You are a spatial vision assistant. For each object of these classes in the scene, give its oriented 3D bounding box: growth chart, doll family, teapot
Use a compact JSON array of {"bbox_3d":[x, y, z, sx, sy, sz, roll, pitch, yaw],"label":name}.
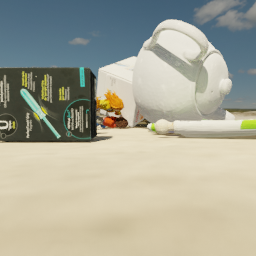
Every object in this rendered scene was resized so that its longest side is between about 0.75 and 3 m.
[{"bbox_3d":[1.357,-0.016,4.615,2.158,0.264,2.982,-1,1,11],"label":"growth chart"},{"bbox_3d":[-0.967,-0.513,7.225,2.356,1.062,1.462,0,1,-37],"label":"doll family"},{"bbox_3d":[1.531,-1.171,6.936,1.994,2.694,2.730,15,23,40],"label":"teapot"}]

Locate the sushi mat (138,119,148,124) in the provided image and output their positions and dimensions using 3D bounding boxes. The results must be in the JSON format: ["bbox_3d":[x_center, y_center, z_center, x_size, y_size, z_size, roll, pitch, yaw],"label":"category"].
[{"bbox_3d":[-0.620,-0.187,9.592,2.497,0.151,1.195,-1,-2,19],"label":"sushi mat"}]

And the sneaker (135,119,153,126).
[{"bbox_3d":[0.229,-0.869,11.209,1.095,1.641,2.864,1,-2,-30],"label":"sneaker"}]

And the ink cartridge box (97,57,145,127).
[{"bbox_3d":[0.144,-1.176,8.614,1.392,1.416,1.924,24,36,24],"label":"ink cartridge box"}]

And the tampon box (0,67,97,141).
[{"bbox_3d":[-0.877,-0.246,3.089,1.014,0.760,0.640,0,2,0],"label":"tampon box"}]

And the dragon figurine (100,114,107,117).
[{"bbox_3d":[-0.571,-0.562,13.775,1.416,0.838,2.849,0,2,8],"label":"dragon figurine"}]
